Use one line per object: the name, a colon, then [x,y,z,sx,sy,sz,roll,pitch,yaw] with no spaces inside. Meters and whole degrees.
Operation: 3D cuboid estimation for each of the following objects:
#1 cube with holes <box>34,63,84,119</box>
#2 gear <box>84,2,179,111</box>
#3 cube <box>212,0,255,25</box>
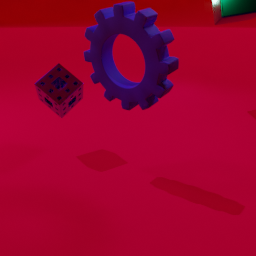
cube with holes: [-1.536,-0.827,6.352,0.736,0.736,0.736,40,68,6]
gear: [-0.005,-1.140,4.675,1.715,1.715,0.317,16,35,34]
cube: [3.325,-3.980,8.569,1.235,1.235,1.235,-7,9,8]
